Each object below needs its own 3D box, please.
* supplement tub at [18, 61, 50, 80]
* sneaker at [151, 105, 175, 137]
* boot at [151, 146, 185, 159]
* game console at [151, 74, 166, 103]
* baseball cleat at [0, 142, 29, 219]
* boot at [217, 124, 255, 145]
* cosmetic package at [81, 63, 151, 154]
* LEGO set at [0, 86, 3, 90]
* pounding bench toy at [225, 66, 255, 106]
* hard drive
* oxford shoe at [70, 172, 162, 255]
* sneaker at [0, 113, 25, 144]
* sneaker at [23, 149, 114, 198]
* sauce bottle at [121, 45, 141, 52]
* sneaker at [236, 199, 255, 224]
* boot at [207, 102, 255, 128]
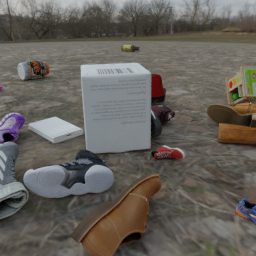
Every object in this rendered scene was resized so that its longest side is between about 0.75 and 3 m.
[{"bbox_3d":[-6.289,-3.884,18.743,1.846,1.131,1.131,-22,30,-40],"label":"supplement tub"},{"bbox_3d":[1.177,-0.413,10.359,1.469,0.963,2.544,-2,21,-13],"label":"sneaker"},{"bbox_3d":[1.139,0.793,8.172,0.651,0.327,0.902,-19,21,-39],"label":"boot"},{"bbox_3d":[0.356,-1.942,12.897,2.612,1.550,2.251,-2,26,12],"label":"game console"},{"bbox_3d":[-2.846,1.246,6.526,1.401,0.918,2.633,9,30,1],"label":"baseball cleat"},{"bbox_3d":[4.228,0.100,9.662,2.106,0.721,1.983,4,33,25],"label":"boot"},{"bbox_3d":[-0.436,-0.708,9.016,2.009,2.438,2.011,-4,22,-9],"label":"cosmetic package"},{"bbox_3d":[-7.456,-2.211,14.652,1.170,1.087,2.850,1,23,3],"label":"LEGO set"},{"bbox_3d":[5.414,-1.444,12.574,1.355,2.181,1.702,-1,-10,-7],"label":"pounding bench toy"},{"bbox_3d":[-2.639,0.036,10.145,1.187,0.240,1.800,-20,29,-40],"label":"hard drive"},{"bbox_3d":[0.063,1.696,5.528,0.915,0.915,2.566,41,36,16],"label":"oxford shoe"},{"bbox_3d":[-3.951,0.148,9.298,0.867,0.788,1.960,12,28,12],"label":"sneaker"},{"bbox_3d":[-1.431,1.079,6.892,2.051,0.774,1.167,1,20,-13],"label":"sneaker"},{"bbox_3d":[0.335,-9.435,33.125,2.323,0.752,0.752,11,24,27],"label":"sauce bottle"},{"bbox_3d":[2.653,1.749,5.701,0.913,0.358,0.344,19,30,40],"label":"sneaker"},{"bbox_3d":[4.231,-0.622,10.970,2.223,0.819,1.720,20,31,10],"label":"boot"}]
